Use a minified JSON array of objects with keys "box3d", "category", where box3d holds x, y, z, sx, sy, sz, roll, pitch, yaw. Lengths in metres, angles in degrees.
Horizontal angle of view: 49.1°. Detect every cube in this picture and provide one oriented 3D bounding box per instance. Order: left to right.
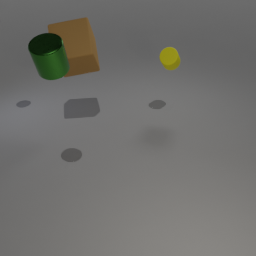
[{"box3d":[-1.876,-2.801,9.911,1.400,1.400,1.400,-10,-13,2],"category":"cube"}]

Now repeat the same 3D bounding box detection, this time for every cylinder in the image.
[{"box3d":[-1.633,-1.485,5.851,0.700,0.700,0.700,-1,55,2],"category":"cylinder"},{"box3d":[1.611,-2.639,10.714,0.700,0.700,0.700,12,-1,19],"category":"cylinder"}]
